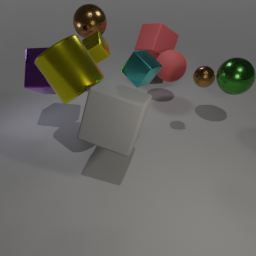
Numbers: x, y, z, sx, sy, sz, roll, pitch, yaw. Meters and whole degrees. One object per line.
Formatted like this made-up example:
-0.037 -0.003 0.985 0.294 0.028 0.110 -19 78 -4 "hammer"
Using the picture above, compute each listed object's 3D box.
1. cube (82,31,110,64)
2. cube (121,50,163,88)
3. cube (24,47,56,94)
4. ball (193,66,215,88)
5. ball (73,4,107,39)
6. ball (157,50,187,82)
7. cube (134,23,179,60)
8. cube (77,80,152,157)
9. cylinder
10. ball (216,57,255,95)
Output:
-1.124 -2.819 9.895 0.700 0.700 0.700 -23 55 19 "cube"
0.375 -1.633 7.684 0.700 0.700 0.700 47 35 11 "cube"
-2.749 -2.030 10.202 1.400 1.400 1.400 2 -2 14 "cube"
2.479 -1.672 9.137 0.700 0.700 0.700 0 33 0 "ball"
-1.581 -4.400 11.658 1.400 1.400 1.400 0 33 0 "ball"
1.910 -2.770 12.529 1.400 1.400 1.400 0 33 0 "ball"
1.431 -4.311 14.133 1.400 1.400 1.400 17 2 -41 "cube"
-0.313 -0.317 7.384 1.400 1.400 1.400 20 20 6 "cube"
-1.609 -1.614 7.815 1.400 1.400 1.400 -32 13 8 "cylinder"
4.077 -1.958 10.624 1.400 1.400 1.400 0 33 0 "ball"
